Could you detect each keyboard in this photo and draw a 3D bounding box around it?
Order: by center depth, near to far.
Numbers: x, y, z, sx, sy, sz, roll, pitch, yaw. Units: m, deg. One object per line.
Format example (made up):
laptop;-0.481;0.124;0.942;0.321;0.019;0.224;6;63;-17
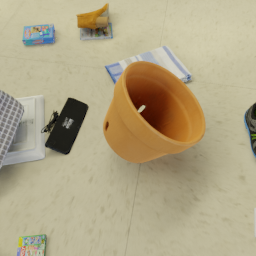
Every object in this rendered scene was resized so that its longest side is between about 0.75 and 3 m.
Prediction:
keyboard;-2.222;-0.131;9.720;1.123;0.427;2.157;25;55;-11

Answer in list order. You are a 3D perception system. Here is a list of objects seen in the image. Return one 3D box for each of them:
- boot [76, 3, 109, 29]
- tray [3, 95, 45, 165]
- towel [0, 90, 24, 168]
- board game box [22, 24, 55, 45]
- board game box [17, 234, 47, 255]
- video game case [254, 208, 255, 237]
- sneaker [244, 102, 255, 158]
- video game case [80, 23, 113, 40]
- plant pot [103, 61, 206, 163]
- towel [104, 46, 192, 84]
boot;-1.586;-5.117;12.679;1.442;0.709;2.014;1;45;1
tray;-3.641;-0.087;9.632;1.477;0.305;2.750;-8;56;-7
towel;-4.435;-0.096;8.183;1.139;2.204;2.662;-8;58;32
board game box;-3.934;-4.137;12.365;1.328;0.299;1.010;-6;56;-4
board game box;-2.553;3.395;7.363;0.721;0.156;1.071;-4;56;-4
video game case;3.936;2.723;7.850;0.756;0.098;0.831;11;57;7
sneaker;4.427;0.176;9.012;0.873;1.020;2.462;-5;56;-2
video game case;-1.430;-4.367;12.630;1.433;0.128;1.026;-4;55;-2
plant pot;0.557;-0.240;8.283;2.843;1.990;2.843;22;45;-24
towel;0.788;-2.243;11.066;2.908;0.346;2.135;-21;58;-13
